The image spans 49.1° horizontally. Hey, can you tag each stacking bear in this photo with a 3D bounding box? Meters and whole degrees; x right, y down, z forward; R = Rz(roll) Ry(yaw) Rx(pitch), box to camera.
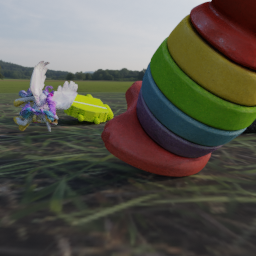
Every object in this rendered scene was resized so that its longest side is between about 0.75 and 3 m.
[{"bbox_3d":[1.038,-0.803,3.326,1.612,2.834,1.721,29,42,-1],"label":"stacking bear"}]

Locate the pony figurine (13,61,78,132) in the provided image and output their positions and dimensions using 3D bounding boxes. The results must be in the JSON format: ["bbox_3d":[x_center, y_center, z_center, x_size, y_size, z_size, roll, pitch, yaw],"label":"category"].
[{"bbox_3d":[-2.176,-0.664,7.093,1.682,1.624,1.401,-2,-21,39],"label":"pony figurine"}]

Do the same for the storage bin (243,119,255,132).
[{"bbox_3d":[3.187,-1.135,7.366,1.061,2.262,1.529,0,34,-5],"label":"storage bin"}]

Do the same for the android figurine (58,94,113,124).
[{"bbox_3d":[-1.526,-0.720,9.663,2.139,0.483,2.350,10,21,-25],"label":"android figurine"}]
